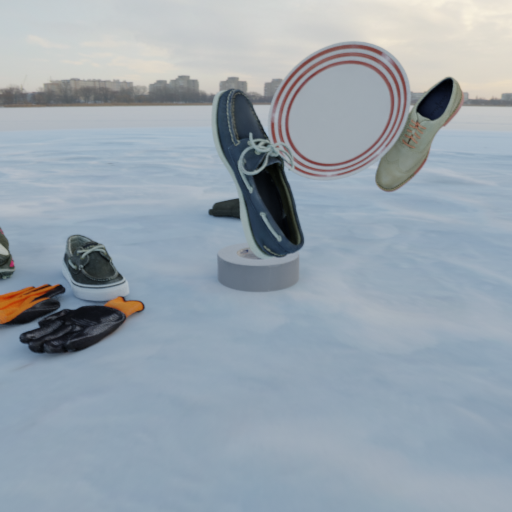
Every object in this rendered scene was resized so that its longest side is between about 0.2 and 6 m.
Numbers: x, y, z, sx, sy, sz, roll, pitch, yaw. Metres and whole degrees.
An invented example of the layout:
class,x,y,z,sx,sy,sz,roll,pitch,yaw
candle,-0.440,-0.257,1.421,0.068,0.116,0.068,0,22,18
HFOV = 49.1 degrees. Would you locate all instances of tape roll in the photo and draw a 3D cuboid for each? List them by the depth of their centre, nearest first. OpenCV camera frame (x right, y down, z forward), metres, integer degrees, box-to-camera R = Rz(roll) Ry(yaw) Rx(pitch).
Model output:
class,x,y,z,sx,sy,sz,roll,pitch,yaw
tape roll,0.041,0.178,10.425,1.534,0.507,1.534,0,16,0

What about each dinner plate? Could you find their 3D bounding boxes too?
class,x,y,z,sx,sy,sz,roll,pitch,yaw
dinner plate,1.635,-2.899,11.318,2.992,2.992,0.363,9,-9,28

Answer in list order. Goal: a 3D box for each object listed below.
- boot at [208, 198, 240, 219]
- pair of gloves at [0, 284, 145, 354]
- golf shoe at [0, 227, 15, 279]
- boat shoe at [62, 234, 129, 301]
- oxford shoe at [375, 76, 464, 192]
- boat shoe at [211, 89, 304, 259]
class,x,y,z,sx,sy,sz,roll,pitch,yaw
boot,-0.437,-1.488,15.738,1.241,0.695,1.794,2,15,23
pair of gloves,-3.117,0.907,8.445,2.307,0.285,2.055,11,18,23
golf shoe,-5.513,-0.414,11.119,1.129,1.288,2.925,-14,21,-36
boat shoe,-2.980,0.154,9.929,0.846,0.832,2.347,-12,21,-35
oxford shoe,3.018,-2.358,10.732,0.862,2.436,0.899,35,9,22
boat shoe,0.048,-1.081,7.124,0.851,2.272,0.703,-12,-2,-42
